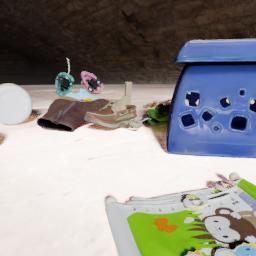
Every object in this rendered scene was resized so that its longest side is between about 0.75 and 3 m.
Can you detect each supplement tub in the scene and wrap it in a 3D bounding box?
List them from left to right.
[{"bbox_3d":[-4.380,-0.934,10.430,1.407,1.407,1.936,-5,13,-24],"label":"supplement tub"}]

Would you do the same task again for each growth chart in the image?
[{"bbox_3d":[0.932,1.071,3.344,2.476,0.220,1.792,-5,13,-21],"label":"growth chart"}]

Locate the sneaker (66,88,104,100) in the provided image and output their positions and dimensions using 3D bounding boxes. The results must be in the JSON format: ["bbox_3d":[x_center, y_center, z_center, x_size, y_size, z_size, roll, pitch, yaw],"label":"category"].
[{"bbox_3d":[-2.442,-1.810,16.161,2.336,0.957,0.863,-4,13,-17],"label":"sneaker"}]

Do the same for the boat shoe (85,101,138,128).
[{"bbox_3d":[-0.477,-0.475,8.854,0.878,0.832,2.318,15,9,31],"label":"boat shoe"}]

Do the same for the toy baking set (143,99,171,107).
[{"bbox_3d":[1.492,-1.343,14.625,1.866,0.217,1.433,-13,-3,-31],"label":"toy baking set"}]

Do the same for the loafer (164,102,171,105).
[{"bbox_3d":[2.314,-1.188,14.563,1.131,0.382,0.430,-23,17,-25],"label":"loafer"}]

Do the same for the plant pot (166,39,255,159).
[{"bbox_3d":[2.400,-0.834,7.032,2.823,2.538,2.823,0,11,8],"label":"plant pot"}]

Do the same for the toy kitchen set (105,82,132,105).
[{"bbox_3d":[-0.615,-1.884,15.388,1.534,1.384,1.252,4,10,-4],"label":"toy kitchen set"}]

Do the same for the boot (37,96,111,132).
[{"bbox_3d":[-1.515,-0.328,9.507,2.552,0.923,2.122,12,29,4],"label":"boot"}]

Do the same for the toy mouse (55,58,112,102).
[{"bbox_3d":[-2.037,-1.641,11.456,2.878,2.557,0.557,-24,-9,-38],"label":"toy mouse"}]

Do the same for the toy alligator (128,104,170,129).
[{"bbox_3d":[1.284,-0.461,9.090,2.984,0.717,0.989,-8,37,-41],"label":"toy alligator"}]

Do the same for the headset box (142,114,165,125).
[{"bbox_3d":[1.051,-0.316,10.084,0.885,0.342,0.658,11,15,40],"label":"headset box"}]
